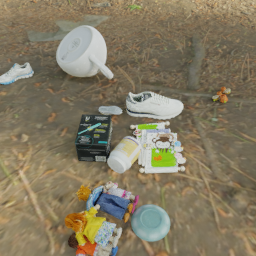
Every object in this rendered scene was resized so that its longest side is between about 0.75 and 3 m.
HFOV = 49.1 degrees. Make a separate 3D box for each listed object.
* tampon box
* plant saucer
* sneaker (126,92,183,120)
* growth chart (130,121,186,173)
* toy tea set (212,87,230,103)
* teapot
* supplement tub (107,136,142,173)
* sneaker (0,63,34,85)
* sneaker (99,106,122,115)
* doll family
[{"bbox_3d":[-1.274,0.371,10.801,1.196,1.007,1.595,3,45,3],"label":"tampon box"},{"bbox_3d":[0.718,2.912,8.820,1.251,0.241,1.251,0,46,0],"label":"plant saucer"},{"bbox_3d":[1.191,-1.053,12.238,2.538,1.022,0.969,-1,43,-3],"label":"sneaker"},{"bbox_3d":[1.153,0.711,10.892,1.884,0.231,2.604,-10,47,2],"label":"growth chart"},{"bbox_3d":[4.507,-1.523,13.241,0.674,0.420,1.134,4,39,48],"label":"toy tea set"},{"bbox_3d":[-2.056,-3.578,14.148,2.746,2.032,2.783,-13,59,28],"label":"teapot"},{"bbox_3d":[-0.117,0.983,10.286,0.876,0.876,1.205,24,50,22],"label":"supplement tub"},{"bbox_3d":[-5.778,-2.837,14.178,1.841,0.798,0.690,-28,53,-24],"label":"sneaker"},{"bbox_3d":[-0.760,-0.757,12.354,1.043,0.369,0.381,8,72,10],"label":"sneaker"},{"bbox_3d":[-0.869,2.517,8.472,1.751,1.272,2.822,16,47,15],"label":"doll family"}]
